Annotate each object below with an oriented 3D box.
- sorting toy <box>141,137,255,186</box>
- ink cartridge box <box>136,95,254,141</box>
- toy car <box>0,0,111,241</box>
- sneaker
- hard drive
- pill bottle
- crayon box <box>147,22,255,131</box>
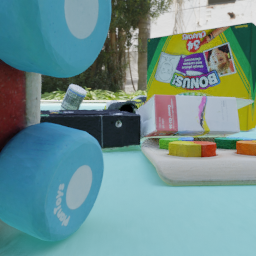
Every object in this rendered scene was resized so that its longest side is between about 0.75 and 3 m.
[{"bbox_3d":[1.014,0.257,3.272,1.596,0.315,1.725,0,6,-3],"label":"sorting toy"},{"bbox_3d":[1.030,-0.104,4.368,1.628,0.550,0.948,0,-11,-14],"label":"ink cartridge box"},{"bbox_3d":[-1.299,-0.078,1.049,1.785,1.712,1.936,14,23,22],"label":"toy car"},{"bbox_3d":[0.267,-0.738,11.190,2.347,0.874,0.993,-13,17,-26],"label":"sneaker"},{"bbox_3d":[-1.445,-0.009,4.674,2.940,0.556,2.054,-1,6,-13],"label":"hard drive"},{"bbox_3d":[-1.884,-0.850,9.401,0.619,1.088,0.619,27,20,-10],"label":"pill bottle"},{"bbox_3d":[1.842,-1.238,7.378,2.815,2.429,0.821,4,6,38],"label":"crayon box"}]
